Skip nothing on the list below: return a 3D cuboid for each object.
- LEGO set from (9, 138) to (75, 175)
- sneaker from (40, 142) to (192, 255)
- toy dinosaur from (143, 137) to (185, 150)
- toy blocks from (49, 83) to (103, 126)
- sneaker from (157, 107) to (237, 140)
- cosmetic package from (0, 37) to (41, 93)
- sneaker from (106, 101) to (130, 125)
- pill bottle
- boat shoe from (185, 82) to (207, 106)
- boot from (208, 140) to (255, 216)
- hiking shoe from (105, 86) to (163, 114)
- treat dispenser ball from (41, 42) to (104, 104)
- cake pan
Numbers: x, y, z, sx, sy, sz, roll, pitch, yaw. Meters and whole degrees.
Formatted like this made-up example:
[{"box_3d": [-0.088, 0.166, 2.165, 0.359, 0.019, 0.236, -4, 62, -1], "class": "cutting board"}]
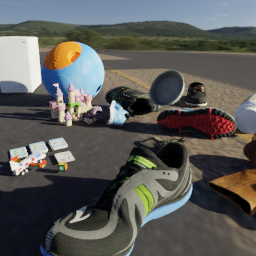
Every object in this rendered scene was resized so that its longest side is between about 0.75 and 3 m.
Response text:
[{"box_3d": [-2.005, 0.573, 6.475, 1.365, 0.448, 1.827, -12, 22, -22], "class": "LEGO set"}, {"box_3d": [-0.004, 0.932, 4.109, 1.056, 1.234, 2.978, 14, 23, 38], "class": "sneaker"}, {"box_3d": [1.010, 0.406, 7.090, 0.690, 0.371, 1.565, -14, 19, -18], "class": "toy dinosaur"}, {"box_3d": [-1.778, -0.901, 9.462, 1.406, 1.266, 1.504, -12, 22, -33], "class": "toy blocks"}, {"box_3d": [2.054, -0.303, 8.312, 2.253, 0.893, 1.076, 8, 19, 22], "class": "sneaker"}, {"box_3d": [-5.614, -3.356, 14.530, 1.616, 2.620, 2.629, -2, 18, -8], "class": "cosmetic package"}, {"box_3d": [-0.321, -0.412, 9.373, 0.727, 0.634, 1.616, 18, 21, -7], "class": "sneaker"}, {"box_3d": [3.821, -0.421, 8.496, 0.975, 0.975, 1.756, 11, 22, 30], "class": "pill bottle"}, {"box_3d": [2.919, -1.466, 12.008, 0.868, 0.743, 2.372, 4, 21, 9], "class": "boat shoe"}, {"box_3d": [2.424, 0.917, 5.559, 1.912, 0.655, 1.800, -17, 28, -18], "class": "boot"}, {"box_3d": [0.073, -1.056, 10.476, 2.378, 0.900, 1.197, 10, 18, 24], "class": "hiking shoe"}, {"box_3d": [-2.253, -2.231, 11.542, 2.539, 2.539, 2.539, 0, 19, 0], "class": "treat dispenser ball"}, {"box_3d": [1.303, -1.274, 9.216, 1.291, 1.291, 0.237, 19, -7, 43], "class": "cake pan"}]
